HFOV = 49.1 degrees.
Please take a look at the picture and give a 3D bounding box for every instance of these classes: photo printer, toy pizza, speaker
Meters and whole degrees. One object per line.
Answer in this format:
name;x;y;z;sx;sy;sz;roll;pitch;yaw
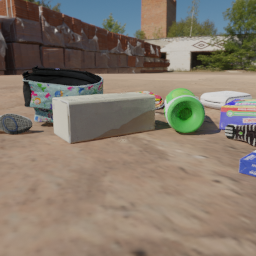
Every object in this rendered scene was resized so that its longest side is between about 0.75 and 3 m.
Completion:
photo printer;4.702;-1.355;13.638;2.035;0.707;1.693;-9;17;-31
toy pizza;0.869;-1.432;13.623;1.892;0.300;1.892;4;32;-3
speaker;1.920;-0.696;9.828;1.282;1.282;2.898;1;14;6

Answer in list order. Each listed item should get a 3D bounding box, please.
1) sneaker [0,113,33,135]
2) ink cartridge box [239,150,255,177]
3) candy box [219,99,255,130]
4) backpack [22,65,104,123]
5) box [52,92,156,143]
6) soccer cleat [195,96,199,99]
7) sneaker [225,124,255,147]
sneaker;-3.918;-0.169;8.947;1.817;0.677;0.791;1;9;2
ink cartridge box;3.003;0.704;5.970;1.435;0.317;0.675;-13;18;-43
candy box;4.390;-0.484;9.635;1.899;0.865;2.246;5;15;32
backpack;-2.198;-1.219;10.178;2.653;1.997;2.355;-1;21;2
box;-0.717;-0.435;8.845;3.000;1.166;1.424;-8;16;-31
soccer cleat;2.817;-1.395;13.921;0.877;0.706;2.058;5;9;36
sneaker;3.576;0.126;7.864;0.889;0.582;1.539;-4;13;-27
